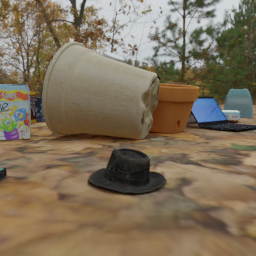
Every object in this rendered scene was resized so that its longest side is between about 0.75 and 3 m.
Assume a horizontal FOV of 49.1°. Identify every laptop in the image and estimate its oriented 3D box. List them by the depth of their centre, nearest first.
[{"bbox_3d":[3.578,-0.595,10.480,2.037,1.187,2.299,-6,8,-39],"label":"laptop"}]

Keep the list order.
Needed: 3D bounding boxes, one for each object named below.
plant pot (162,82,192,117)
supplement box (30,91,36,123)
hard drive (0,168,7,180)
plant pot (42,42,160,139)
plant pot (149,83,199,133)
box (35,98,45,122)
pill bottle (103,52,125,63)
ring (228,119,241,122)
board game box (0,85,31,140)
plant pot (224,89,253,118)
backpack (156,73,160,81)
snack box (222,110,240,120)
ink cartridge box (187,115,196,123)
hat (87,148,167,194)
[{"bbox_3d":[1.404,-1.067,11.324,1.910,1.785,1.785,1,4,-41],"label":"plant pot"},{"bbox_3d":[-4.646,-0.876,12.043,0.926,1.394,1.375,0,6,0],"label":"supplement box"},{"bbox_3d":[-1.995,0.662,3.587,0.540,0.146,0.773,0,7,3],"label":"hard drive"},{"bbox_3d":[-0.536,-0.810,7.769,2.482,2.712,2.712,14,10,16],"label":"plant pot"},{"bbox_3d":[1.230,-0.700,9.362,2.133,1.493,2.133,2,12,0],"label":"plant pot"},{"bbox_3d":[-4.246,-0.888,13.400,1.528,1.134,0.818,-2,7,-18],"label":"box"},{"bbox_3d":[-0.866,-1.909,11.353,1.185,2.141,1.185,17,22,-7],"label":"pill bottle"},{"bbox_3d":[4.392,-0.369,13.221,1.724,0.165,1.724,-1,6,0],"label":"ring"},{"bbox_3d":[-3.739,-0.533,8.498,1.487,1.460,2.835,-2,6,-19],"label":"board game box"},{"bbox_3d":[6.433,-1.454,16.357,1.617,1.647,1.613,3,6,20],"label":"plant pot"},{"bbox_3d":[0.360,-1.783,15.967,1.930,2.403,2.626,-4,2,-36],"label":"backpack"},{"bbox_3d":[4.376,-0.598,12.753,1.214,0.388,2.090,2,6,18],"label":"snack box"},{"bbox_3d":[2.626,-0.785,13.005,1.241,0.694,1.818,-5,18,-14],"label":"ink cartridge box"},{"bbox_3d":[-0.024,0.505,3.722,1.089,0.439,1.089,-1,7,0],"label":"hat"}]
